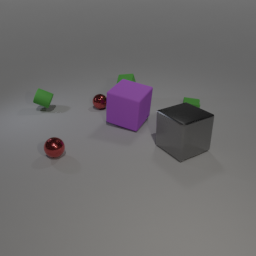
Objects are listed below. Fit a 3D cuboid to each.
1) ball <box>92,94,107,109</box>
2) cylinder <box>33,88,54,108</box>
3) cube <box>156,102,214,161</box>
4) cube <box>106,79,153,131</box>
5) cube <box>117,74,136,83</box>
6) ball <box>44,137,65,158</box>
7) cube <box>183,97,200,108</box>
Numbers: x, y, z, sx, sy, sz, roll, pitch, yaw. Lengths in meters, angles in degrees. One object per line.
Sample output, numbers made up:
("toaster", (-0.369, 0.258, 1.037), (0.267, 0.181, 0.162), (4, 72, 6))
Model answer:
("ball", (-1.291, -1.228, 12.963), (0.700, 0.700, 0.700), (0, 29, 0))
("cylinder", (-3.808, -1.341, 12.605), (0.700, 0.700, 0.700), (21, 26, -13))
("cube", (1.944, 0.082, 9.800), (1.400, 1.400, 1.400), (-17, 31, -28))
("cube", (0.054, -0.957, 11.387), (1.400, 1.400, 1.400), (18, 38, 19))
("cube", (-0.062, -1.955, 12.691), (0.700, 0.700, 0.700), (-1, 54, 17))
("ball", (-2.498, 0.657, 9.506), (0.700, 0.700, 0.700), (0, 29, 0))
("cube", (2.733, -0.867, 12.253), (0.700, 0.700, 0.700), (9, 29, 7))
